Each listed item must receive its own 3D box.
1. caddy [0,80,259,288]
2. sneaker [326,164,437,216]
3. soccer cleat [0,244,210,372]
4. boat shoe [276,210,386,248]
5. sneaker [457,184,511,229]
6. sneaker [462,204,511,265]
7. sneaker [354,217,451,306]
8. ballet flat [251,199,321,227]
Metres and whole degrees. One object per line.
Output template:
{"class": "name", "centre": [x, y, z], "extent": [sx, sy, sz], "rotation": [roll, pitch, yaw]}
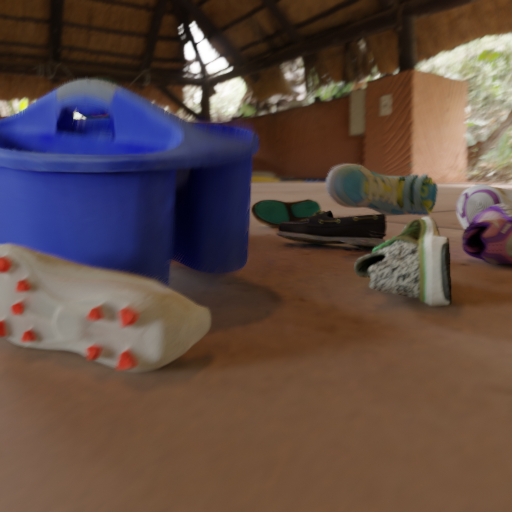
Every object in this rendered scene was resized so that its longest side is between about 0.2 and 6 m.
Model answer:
{"class": "caddy", "centre": [-2.021, -1.034, 7.152], "extent": [4.392, 2.305, 3.105], "rotation": [13, 22, 36]}
{"class": "sneaker", "centre": [2.278, -1.151, 9.563], "extent": [2.021, 0.804, 1.319], "rotation": [5, 0, -37]}
{"class": "soccer cleat", "centre": [-1.489, 0.428, 4.768], "extent": [2.360, 0.818, 0.915], "rotation": [13, 10, 29]}
{"class": "boat shoe", "centre": [1.395, -0.533, 10.499], "extent": [2.098, 0.632, 0.748], "rotation": [6, -3, 24]}
{"class": "sneaker", "centre": [5.478, -0.723, 11.431], "extent": [1.501, 1.128, 3.014], "rotation": [8, 10, -32]}
{"class": "sneaker", "centre": [3.787, -0.327, 9.136], "extent": [0.970, 0.883, 2.194], "rotation": [-7, 10, 5]}
{"class": "sneaker", "centre": [1.732, 0.003, 6.923], "extent": [1.032, 0.896, 2.329], "rotation": [0, 8, 9]}
{"class": "ballet flat", "centre": [0.675, -1.017, 14.211], "extent": [2.165, 0.763, 0.707], "rotation": [-3, -17, -34]}
